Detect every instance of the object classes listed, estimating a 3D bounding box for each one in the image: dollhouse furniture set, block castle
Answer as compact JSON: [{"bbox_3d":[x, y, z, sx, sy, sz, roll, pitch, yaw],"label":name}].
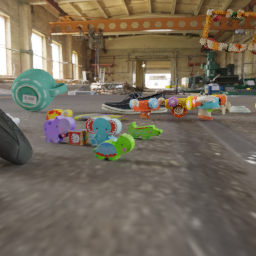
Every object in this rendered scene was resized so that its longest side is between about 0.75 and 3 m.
[{"bbox_3d":[3.411,-0.836,11.735,1.439,0.800,1.273,5,-15,33],"label":"dollhouse furniture set"},{"bbox_3d":[2.352,-2.128,6.195,1.334,0.892,0.626,19,17,33],"label":"block castle"}]

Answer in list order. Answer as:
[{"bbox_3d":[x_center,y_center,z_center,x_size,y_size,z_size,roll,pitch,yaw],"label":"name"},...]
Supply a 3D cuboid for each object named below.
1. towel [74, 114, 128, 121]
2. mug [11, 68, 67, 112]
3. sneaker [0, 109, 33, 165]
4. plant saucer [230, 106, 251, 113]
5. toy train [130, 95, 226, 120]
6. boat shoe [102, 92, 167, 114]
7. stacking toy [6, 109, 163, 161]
[{"bbox_3d":[-0.889,-0.332,9.141,1.521,0.173,1.092,5,10,36],"label":"towel"},{"bbox_3d":[-4.037,-1.713,12.312,2.155,1.771,1.332,-32,21,18],"label":"mug"},{"bbox_3d":[-2.316,0.098,4.026,2.275,0.864,1.033,22,59,28],"label":"sneaker"},{"bbox_3d":[4.860,-0.829,12.348,1.031,0.259,1.031,0,9,0],"label":"plant saucer"},{"bbox_3d":[1.618,-0.614,9.158,2.938,0.817,2.207,3,9,39],"label":"toy train"},{"bbox_3d":[0.314,-1.070,11.779,2.920,0.909,1.089,-4,11,-17],"label":"boat shoe"},{"bbox_3d":[-0.847,0.007,5.163,2.624,0.617,1.978,3,9,18],"label":"stacking toy"}]
